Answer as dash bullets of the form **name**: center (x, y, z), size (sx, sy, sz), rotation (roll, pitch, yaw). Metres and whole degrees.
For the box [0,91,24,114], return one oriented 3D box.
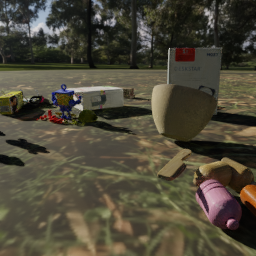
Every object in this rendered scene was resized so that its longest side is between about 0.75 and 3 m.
- **box**: center (-4.820, -1.076, 11.660), size (0.476, 0.714, 1.898), rotation (-3, 16, -5)

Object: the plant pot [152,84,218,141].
- **plant pot**: center (1.340, -0.291, 7.269), size (1.691, 1.135, 1.691), rotation (15, -7, 2)

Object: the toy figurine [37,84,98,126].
- **toy figurine**: center (-2.146, -0.879, 9.730), size (2.117, 1.268, 1.117), rotation (7, 16, 26)

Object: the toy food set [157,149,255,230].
- **toy food set**: center (1.907, 1.057, 4.028), size (2.800, 0.441, 1.780), rotation (16, 20, 25)

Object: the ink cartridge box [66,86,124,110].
- **ink cartridge box**: center (-1.597, -1.313, 12.257), size (2.475, 0.833, 1.450), rotation (-9, 17, -30)

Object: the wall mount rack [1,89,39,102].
- **wall mount rack**: center (-5.257, -1.583, 13.737), size (1.707, 0.637, 1.484), rotation (4, 15, 17)

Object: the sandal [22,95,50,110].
- **sandal**: center (-4.125, -1.214, 12.671), size (0.740, 0.444, 1.970), rotation (2, 15, 8)

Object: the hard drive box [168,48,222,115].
- **hard drive box**: center (2.519, -1.838, 10.966), size (1.951, 2.503, 0.961), rotation (1, 14, 8)

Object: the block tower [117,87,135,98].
- **block tower**: center (-0.505, -1.999, 15.592), size (1.862, 0.538, 0.503), rotation (10, 18, 30)
